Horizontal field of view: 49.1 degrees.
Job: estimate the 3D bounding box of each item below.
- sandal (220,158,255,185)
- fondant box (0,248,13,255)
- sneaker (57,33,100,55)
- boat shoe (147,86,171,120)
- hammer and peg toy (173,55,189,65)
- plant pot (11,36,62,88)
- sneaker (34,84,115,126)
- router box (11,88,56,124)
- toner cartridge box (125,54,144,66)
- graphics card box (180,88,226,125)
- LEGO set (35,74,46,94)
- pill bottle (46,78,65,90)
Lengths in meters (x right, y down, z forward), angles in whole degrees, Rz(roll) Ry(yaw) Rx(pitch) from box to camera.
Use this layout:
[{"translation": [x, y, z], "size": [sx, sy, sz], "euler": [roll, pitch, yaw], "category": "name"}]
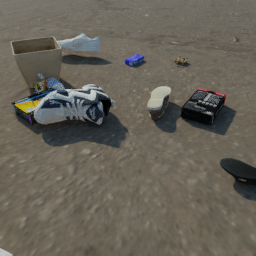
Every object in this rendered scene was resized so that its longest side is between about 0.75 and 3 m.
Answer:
[{"translation": [3.169, 1.274, 7.312], "size": [1.652, 0.395, 0.621], "euler": [20, 37, 7], "category": "sandal"}, {"translation": [-2.823, 2.613, 5.334], "size": [1.051, 0.306, 0.759], "euler": [16, 37, 20], "category": "fondant box"}, {"translation": [-2.688, -4.548, 14.943], "size": [2.493, 1.103, 0.938], "euler": [6, -2, 3], "category": "sneaker"}, {"translation": [1.172, -0.971, 10.370], "size": [0.679, 0.562, 1.889], "euler": [5, 33, 18], "category": "boat shoe"}, {"translation": [2.656, -3.404, 14.201], "size": [0.591, 0.283, 0.804], "euler": [24, 41, 29], "category": "hammer and peg toy"}, {"translation": [-3.832, -2.785, 12.076], "size": [1.863, 1.649, 1.861], "euler": [-14, 37, -18], "category": "plant pot"}, {"translation": [-1.622, -0.616, 9.386], "size": [2.661, 1.062, 1.731], "euler": [-18, 32, -35], "category": "sneaker"}, {"translation": [-3.149, -0.851, 10.297], "size": [1.278, 0.438, 1.714], "euler": [28, 43, 34], "category": "router box"}, {"translation": [0.346, -3.493, 14.372], "size": [0.503, 0.228, 1.058], "euler": [23, 41, 28], "category": "toner cartridge box"}, {"translation": [2.784, -0.823, 10.243], "size": [1.134, 0.460, 1.807], "euler": [19, 37, 24], "category": "graphics card box"}, {"translation": [-3.667, -1.584, 11.341], "size": [0.458, 0.566, 1.230], "euler": [-2, 59, 12], "category": "LEGO set"}, {"translation": [-2.948, -1.679, 11.453], "size": [0.508, 0.508, 0.935], "euler": [-23, 42, -30], "category": "pill bottle"}]
